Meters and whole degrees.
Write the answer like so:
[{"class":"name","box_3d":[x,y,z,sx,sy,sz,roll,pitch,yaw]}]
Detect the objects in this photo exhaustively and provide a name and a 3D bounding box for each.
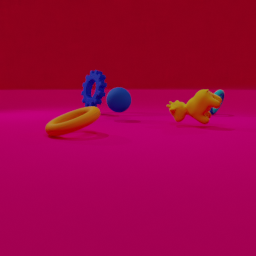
[{"class":"gear","box_3d":[-1.608,-1.800,13.073,0.324,1.753,1.753,9,1,-37]},{"class":"ring","box_3d":[-1.508,-0.204,7.703,1.567,0.313,1.567,-17,16,5]},{"class":"ball","box_3d":[-0.347,-1.072,10.744,0.968,0.968,0.968,0,9,0]},{"class":"ring","box_3d":[4.024,-1.169,12.805,0.243,1.217,1.217,31,25,32]},{"class":"cow figurine","box_3d":[2.104,-0.738,9.142,1.446,1.469,0.807,32,36,8]}]
